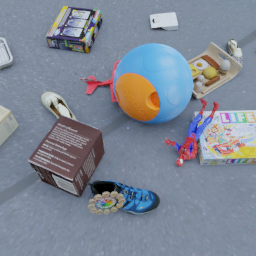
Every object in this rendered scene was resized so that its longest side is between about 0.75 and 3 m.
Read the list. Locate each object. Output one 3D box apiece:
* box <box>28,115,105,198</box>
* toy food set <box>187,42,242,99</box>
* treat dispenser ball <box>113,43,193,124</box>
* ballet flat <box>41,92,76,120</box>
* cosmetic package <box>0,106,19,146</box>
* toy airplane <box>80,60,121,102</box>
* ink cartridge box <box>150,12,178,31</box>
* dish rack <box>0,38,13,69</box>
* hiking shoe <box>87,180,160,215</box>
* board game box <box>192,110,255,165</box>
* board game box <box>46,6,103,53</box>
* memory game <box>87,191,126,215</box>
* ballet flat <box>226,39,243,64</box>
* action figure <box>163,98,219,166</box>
[{"bbox_3d":[-1.865,0.918,9.020,1.535,1.551,1.870,20,59,13],"label":"box"},{"bbox_3d":[3.178,-2.506,11.753,2.629,0.794,1.887,-30,61,-18],"label":"toy food set"},{"bbox_3d":[0.885,-1.553,9.989,2.814,2.814,2.814,0,56,0],"label":"treat dispenser ball"},{"bbox_3d":[-2.624,-0.829,10.699,0.758,0.700,2.247,-36,63,-21],"label":"ballet flat"},{"bbox_3d":[-5.347,0.360,9.743,1.407,0.993,2.718,24,59,15],"label":"cosmetic package"},{"bbox_3d":[-0.783,-1.850,11.533,2.380,0.438,2.380,0,54,0],"label":"toy airplane"},{"bbox_3d":[1.776,-5.260,13.928,1.300,0.307,1.040,-5,57,4],"label":"ink cartridge box"},{"bbox_3d":[-6.012,-3.171,12.443,1.569,0.398,1.828,-23,59,-15],"label":"dish rack"},{"bbox_3d":[-0.143,2.079,8.444,2.178,0.944,0.810,4,62,15],"label":"hiking shoe"},{"bbox_3d":[3.944,0.309,10.050,2.952,0.505,1.985,-2,56,-1],"label":"board game box"},{"bbox_3d":[-2.480,-4.708,13.295,2.004,0.687,2.424,9,57,8],"label":"board game box"},{"bbox_3d":[-0.605,2.148,7.953,1.102,1.102,0.070,-11,44,-7],"label":"memory game"},{"bbox_3d":[4.811,-3.484,12.588,0.530,0.530,1.474,-7,57,-4],"label":"ballet flat"},{"bbox_3d":[2.126,0.074,9.512,0.823,1.249,2.523,21,82,42],"label":"action figure"}]
